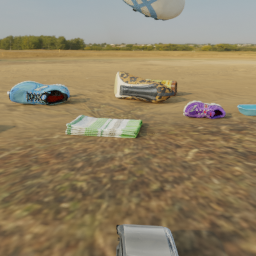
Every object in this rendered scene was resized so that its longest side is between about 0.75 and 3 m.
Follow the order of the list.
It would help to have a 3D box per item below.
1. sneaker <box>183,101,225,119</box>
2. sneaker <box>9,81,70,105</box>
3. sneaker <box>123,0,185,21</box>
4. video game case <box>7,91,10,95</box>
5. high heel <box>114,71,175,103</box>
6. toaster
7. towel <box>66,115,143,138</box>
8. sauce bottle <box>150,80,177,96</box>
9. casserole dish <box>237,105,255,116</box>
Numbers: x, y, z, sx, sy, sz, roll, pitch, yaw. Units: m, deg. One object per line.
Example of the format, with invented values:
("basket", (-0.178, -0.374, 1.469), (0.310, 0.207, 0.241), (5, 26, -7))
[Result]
("sneaker", (2.178, -0.485, 7.908), (1.218, 0.491, 0.508), (-2, 22, -8))
("sneaker", (-3.020, -1.172, 9.659), (2.053, 0.805, 0.924), (-6, 21, -17))
("sneaker", (0.094, -2.703, 4.137), (2.814, 1.011, 1.020), (38, -14, -37))
("video game case", (-4.222, -1.500, 11.844), (1.153, 0.148, 1.268), (13, 21, 38))
("high heel", (0.526, -1.559, 10.856), (1.992, 0.998, 2.794), (3, 19, -11))
("toaster", (0.151, 1.150, 2.446), (0.498, 0.438, 0.770), (2, 20, -5))
("towel", (-0.543, -0.088, 6.917), (1.696, 0.260, 1.265), (3, 18, 8))
("sauce bottle", (1.037, -1.701, 11.686), (1.986, 0.656, 0.656), (5, 17, 17))
("casserole dish", (3.912, -0.532, 8.452), (1.210, 0.235, 0.733), (-1, 17, 1))
